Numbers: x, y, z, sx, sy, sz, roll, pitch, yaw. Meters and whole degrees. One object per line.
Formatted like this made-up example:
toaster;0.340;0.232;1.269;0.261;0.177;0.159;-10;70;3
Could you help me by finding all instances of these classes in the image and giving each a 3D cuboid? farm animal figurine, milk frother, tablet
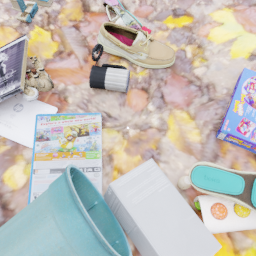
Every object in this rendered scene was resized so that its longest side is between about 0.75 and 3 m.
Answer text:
farm animal figurine;-3.009;-1.478;9.042;1.698;0.895;1.717;13;55;35
milk frother;-0.556;-1.917;9.052;1.252;1.331;1.202;8;61;3
tablet;-3.633;-0.412;8.994;2.380;0.162;1.548;21;67;9

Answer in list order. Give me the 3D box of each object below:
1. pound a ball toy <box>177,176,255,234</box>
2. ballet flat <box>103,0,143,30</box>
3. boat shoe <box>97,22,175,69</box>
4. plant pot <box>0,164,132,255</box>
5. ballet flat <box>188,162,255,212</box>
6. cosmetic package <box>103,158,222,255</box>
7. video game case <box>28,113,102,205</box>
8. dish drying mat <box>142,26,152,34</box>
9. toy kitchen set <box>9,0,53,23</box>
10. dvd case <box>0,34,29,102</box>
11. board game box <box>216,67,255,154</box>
pound a ball toy;2.664;1.920;7.441;2.413;1.025;1.574;-4;65;-2
ballet flat;-0.282;-4.168;10.488;0.776;0.754;2.182;-37;63;6
boat shoe;0.318;-2.852;9.602;2.830;0.939;1.047;14;65;-1
plant pot;-1.658;2.581;6.409;2.524;2.578;2.578;-34;69;-2
ballet flat;2.908;1.505;6.778;2.883;1.001;1.001;19;66;24
cosmetic package;0.760;2.334;7.039;1.475;1.245;2.762;-25;69;-27
video game case;-1.783;0.878;8.260;2.026;0.252;2.831;-2;67;-3
dish drying mat;0.433;-3.369;10.394;0.402;0.095;1.047;33;69;13
toy kitchen set;-3.606;-4.793;10.442;0.872;1.186;1.480;13;66;7
dvd case;-4.066;-1.745;8.875;1.986;0.213;2.672;-22;51;13
board game box;4.031;-0.521;8.809;1.699;0.566;2.528;24;68;11
